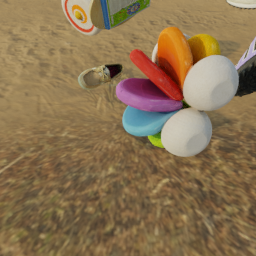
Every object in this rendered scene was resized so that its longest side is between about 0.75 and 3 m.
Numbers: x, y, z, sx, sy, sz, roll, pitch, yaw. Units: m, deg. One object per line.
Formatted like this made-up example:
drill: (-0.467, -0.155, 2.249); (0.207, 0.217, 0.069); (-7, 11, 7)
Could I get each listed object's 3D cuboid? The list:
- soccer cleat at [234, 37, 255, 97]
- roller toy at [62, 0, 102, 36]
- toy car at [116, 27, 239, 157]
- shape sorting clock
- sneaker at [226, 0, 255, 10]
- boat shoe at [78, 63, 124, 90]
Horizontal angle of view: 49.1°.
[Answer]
soccer cleat: (3.207, -1.885, 6.239); (2.842, 0.969, 1.040); (-45, 41, 14)
roller toy: (-1.194, -3.715, 8.582); (1.525, 1.672, 1.168); (45, 63, -13)
toy car: (0.535, -0.574, 4.234); (1.413, 1.884, 1.649); (7, 28, -27)
shape sorting clock: (-0.052, -2.704, 5.663); (1.784, 1.784, 0.350); (-27, 79, -27)
sneaker: (3.941, -3.827, 7.348); (2.600, 1.215, 0.915); (11, 34, 25)
boat shoe: (-0.624, -1.326, 6.816); (0.457, 0.510, 1.377); (-22, 10, 45)
